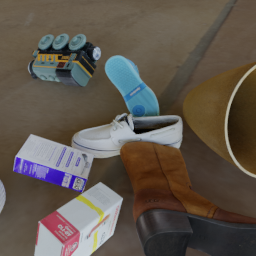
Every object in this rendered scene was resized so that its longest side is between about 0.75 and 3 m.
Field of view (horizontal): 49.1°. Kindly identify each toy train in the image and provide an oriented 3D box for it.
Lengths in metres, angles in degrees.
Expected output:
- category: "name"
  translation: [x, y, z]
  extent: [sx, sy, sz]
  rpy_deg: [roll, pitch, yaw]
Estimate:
- category: "toy train"
  translation: [-2.014, -2.054, 8.575]
  extent: [2.539, 1.082, 1.447]
  rpy_deg: [11, 68, 32]

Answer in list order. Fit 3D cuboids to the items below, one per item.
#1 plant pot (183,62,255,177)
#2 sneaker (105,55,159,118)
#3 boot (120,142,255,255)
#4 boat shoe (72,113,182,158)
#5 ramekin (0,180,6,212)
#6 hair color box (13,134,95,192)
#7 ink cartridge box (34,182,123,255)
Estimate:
- category: "plant pot"
  translation: [2.160, -0.305, 5.844]
  extent: [2.111, 2.111, 2.265]
  rpy_deg: [-14, 13, -18]
- category: "sneaker"
  translation: [0.194, -1.039, 7.290]
  extent: [0.779, 1.958, 1.278]
  rpy_deg: [-28, 13, 12]
- category: "boot"
  translation: [1.129, 1.183, 4.997]
  extent: [2.407, 0.876, 2.557]
  rpy_deg: [3, 25, -8]
- category: "boat shoe"
  translation: [-0.019, 0.094, 6.229]
  extent: [2.501, 0.822, 0.900]
  rpy_deg: [0, 36, 2]
- category: "ramekin"
  translation: [-2.609, 1.171, 4.590]
  extent: [1.171, 1.171, 0.614]
  rpy_deg: [-1, 17, -1]
- category: "hair color box"
  translation: [-1.386, 0.669, 5.390]
  extent: [1.339, 0.434, 0.732]
  rpy_deg: [18, 32, -6]
- category: "ink cartridge box"
  translation: [-0.696, 1.487, 4.126]
  extent: [0.514, 0.894, 1.232]
  rpy_deg: [30, 33, 25]
